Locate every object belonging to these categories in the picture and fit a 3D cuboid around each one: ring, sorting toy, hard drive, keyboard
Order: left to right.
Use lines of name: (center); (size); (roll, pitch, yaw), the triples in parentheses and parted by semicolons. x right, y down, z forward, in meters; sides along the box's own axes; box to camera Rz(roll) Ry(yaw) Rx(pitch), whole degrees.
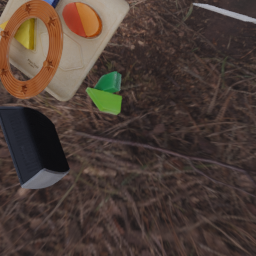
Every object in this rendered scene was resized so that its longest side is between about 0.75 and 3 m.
ring: (-1.718, -1.325, 4.682); (1.671, 1.671, 0.160); (45, 21, 28)
hard drive: (-1.296, 0.287, 4.169); (0.364, 1.719, 1.160); (-21, 83, -3)
sorting toy: (-1.002, -1.626, 5.140); (2.981, 0.439, 2.203); (38, 103, 2)
keyboard: (2.672, -3.235, 7.800); (0.596, 0.113, 2.118); (-3, 32, -30)
